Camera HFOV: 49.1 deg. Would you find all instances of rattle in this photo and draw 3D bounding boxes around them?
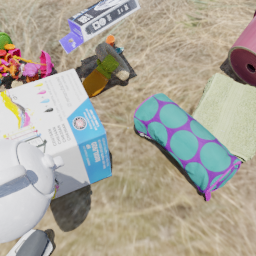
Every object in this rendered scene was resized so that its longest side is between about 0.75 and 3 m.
[{"bbox_3d":[-0.847,-2.149,9.726,1.466,1.609,2.252,15,34,-29],"label":"rattle"}]

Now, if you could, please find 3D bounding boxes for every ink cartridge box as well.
[{"bbox_3d":[-0.939,-2.823,7.333,2.091,0.454,2.072,-34,31,-3],"label":"ink cartridge box"},{"bbox_3d":[-2.226,0.408,6.882,2.991,2.163,2.202,-21,59,-13],"label":"ink cartridge box"}]

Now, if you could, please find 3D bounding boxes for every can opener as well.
[{"bbox_3d":[-2.734,3.327,5.653,0.778,0.976,2.918,30,61,18],"label":"can opener"}]

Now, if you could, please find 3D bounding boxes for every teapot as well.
[{"bbox_3d":[-1.422,0.659,3.559,1.038,1.402,1.421,-30,41,3],"label":"teapot"}]

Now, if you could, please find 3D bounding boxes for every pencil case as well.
[{"bbox_3d":[1.480,0.404,7.464,2.914,1.240,1.346,45,109,26],"label":"pencil case"}]

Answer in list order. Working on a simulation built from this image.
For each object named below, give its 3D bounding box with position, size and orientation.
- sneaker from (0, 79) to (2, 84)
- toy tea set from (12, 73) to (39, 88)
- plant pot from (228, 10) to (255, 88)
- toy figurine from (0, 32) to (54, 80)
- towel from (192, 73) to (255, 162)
[{"bbox_3d":[-4.589,-1.443,9.275,0.819,0.303,0.335,-38,59,-22],"label":"sneaker"},{"bbox_3d":[-3.295,-1.264,9.153,1.407,0.521,0.836,-41,95,-27],"label":"toy tea set"},{"bbox_3d":[4.662,-2.629,8.870,2.386,2.666,2.666,-40,64,-6],"label":"plant pot"},{"bbox_3d":[-3.363,-2.034,8.887,1.825,1.489,1.983,13,36,5],"label":"toy figurine"},{"bbox_3d":[3.081,-0.427,8.464,2.079,0.511,2.802,24,59,14],"label":"towel"}]
